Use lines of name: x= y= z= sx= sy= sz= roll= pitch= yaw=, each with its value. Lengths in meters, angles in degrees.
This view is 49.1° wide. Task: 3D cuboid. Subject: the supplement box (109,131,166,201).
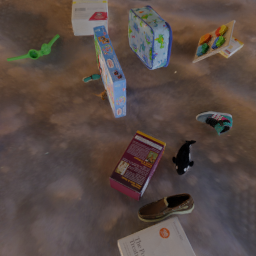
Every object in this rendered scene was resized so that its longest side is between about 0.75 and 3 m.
supplement box: x=0.363 y=1.314 z=9.939 sx=1.167 sy=0.906 sz=2.114 roll=24 pitch=62 yaw=14

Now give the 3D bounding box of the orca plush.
orca plush: x=2.156 y=0.996 z=10.354 sx=0.790 sy=0.533 sz=1.501 roll=31 pitch=64 yaw=17

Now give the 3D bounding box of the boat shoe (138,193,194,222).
boat shoe: x=1.206 y=2.505 z=9.148 sx=1.872 sy=0.693 sz=0.692 roll=-14 pitch=38 yaw=-2

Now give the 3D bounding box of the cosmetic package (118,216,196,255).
cosmetic package: x=1.096 y=4.298 z=8.280 sx=2.033 sy=0.697 sz=2.696 roll=-18 pitch=60 yaw=-14

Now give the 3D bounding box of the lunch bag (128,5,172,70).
lunch bag: x=0.902 y=-3.928 z=12.272 sx=1.085 sy=2.116 sz=2.632 roll=-17 pitch=46 yaw=-16

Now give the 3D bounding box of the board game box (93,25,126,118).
board game box: x=-0.726 y=-2.249 z=11.314 sx=0.545 sy=2.253 sz=2.979 roll=-15 pitch=60 yaw=-9

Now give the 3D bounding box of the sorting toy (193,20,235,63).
sorting toy: x=3.871 y=-3.977 z=12.777 sx=0.364 sy=1.849 sz=1.997 roll=41 pitch=56 yaw=-24

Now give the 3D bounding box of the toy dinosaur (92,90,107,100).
toy dinosaur: x=-1.102 y=-1.399 z=11.910 sx=0.268 sy=0.886 sz=0.471 roll=-18 pitch=90 yaw=-44

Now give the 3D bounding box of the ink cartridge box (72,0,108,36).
ink cartridge box: x=-1.889 y=-5.901 z=14.245 sx=1.744 sy=1.002 sz=2.402 roll=-2 pitch=59 yaw=-2

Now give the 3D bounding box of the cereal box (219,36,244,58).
cereal box: x=4.857 y=-3.954 z=13.518 sx=1.205 sy=0.238 sz=0.867 roll=-37 pitch=66 yaw=-20

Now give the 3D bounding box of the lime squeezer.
lime squeezer: x=-4.313 y=-3.710 z=13.229 sx=2.776 sy=0.524 sz=0.980 roll=-34 pitch=65 yaw=-18

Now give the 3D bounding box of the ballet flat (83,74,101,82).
ballet flat: x=-1.639 y=-2.266 z=12.492 sx=0.829 sy=0.314 sz=0.265 roll=-16 pitch=36 yaw=-14

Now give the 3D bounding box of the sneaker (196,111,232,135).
sneaker: x=3.439 y=-0.148 z=11.042 sx=1.441 sy=0.603 sz=0.870 roll=3 pitch=49 yaw=0
